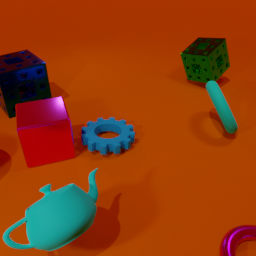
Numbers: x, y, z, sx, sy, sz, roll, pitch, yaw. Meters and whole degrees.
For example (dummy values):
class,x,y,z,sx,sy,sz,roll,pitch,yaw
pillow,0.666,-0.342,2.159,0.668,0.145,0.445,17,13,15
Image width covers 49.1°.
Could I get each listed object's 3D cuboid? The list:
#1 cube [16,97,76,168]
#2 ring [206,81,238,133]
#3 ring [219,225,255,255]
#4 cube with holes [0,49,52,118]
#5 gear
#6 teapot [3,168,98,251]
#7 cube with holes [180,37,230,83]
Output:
class,x,y,z,sx,sy,sz,roll,pitch,yaw
cube,-1.950,0.071,6.649,1.123,1.123,1.123,-11,37,-16
ring,2.459,-0.552,7.353,0.300,1.498,1.498,-26,31,18
ring,2.117,2.121,4.486,1.264,0.253,1.264,1,36,0
cube with holes,-3.306,-1.382,8.479,1.375,1.375,1.375,-24,42,-30
gear,-0.505,0.169,7.106,1.334,0.247,1.334,2,33,-1
teapot,-1.027,1.242,4.306,1.755,0.859,1.091,-29,2,-35
cube with holes,2.610,-2.280,9.410,1.061,1.061,1.061,-44,39,-22
